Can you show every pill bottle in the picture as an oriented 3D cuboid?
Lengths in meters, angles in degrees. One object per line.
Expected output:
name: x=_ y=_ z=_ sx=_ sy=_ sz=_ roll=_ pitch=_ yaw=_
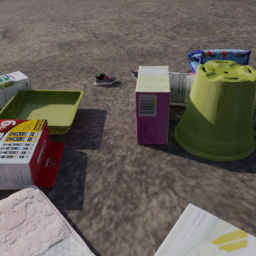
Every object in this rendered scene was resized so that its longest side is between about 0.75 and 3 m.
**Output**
pill bottle: x=1.525 y=-1.512 z=10.776 sx=2.230 sy=1.270 sz=1.270 roll=5 pitch=33 yaw=8

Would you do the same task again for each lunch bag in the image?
lunch bag: x=4.260 y=-3.218 z=13.732 sx=2.219 sy=1.387 sz=2.948 roll=-1 pitch=20 yaw=-1

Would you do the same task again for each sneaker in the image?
sneaker: x=-1.022 y=-2.245 z=12.667 sx=1.090 sy=0.477 sz=0.402 roll=-13 pitch=35 yaw=-20

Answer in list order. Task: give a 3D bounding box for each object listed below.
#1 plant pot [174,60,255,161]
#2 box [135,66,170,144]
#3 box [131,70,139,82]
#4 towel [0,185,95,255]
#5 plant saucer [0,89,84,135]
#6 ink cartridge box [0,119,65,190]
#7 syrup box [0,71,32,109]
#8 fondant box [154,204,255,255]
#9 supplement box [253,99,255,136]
plant pot: x=2.802 y=-0.687 z=8.527 sx=2.552 sy=2.346 sz=2.552 roll=0 pitch=34 yaw=0
box: x=0.812 y=-0.804 z=9.136 sx=1.006 sy=1.831 sz=2.082 roll=1 pitch=33 yaw=6
box: x=1.009 y=-2.373 z=13.010 sx=1.400 sy=0.348 sz=1.389 roll=-10 pitch=35 yaw=-15
towel: x=-2.452 y=2.523 z=5.278 sx=2.939 sy=0.474 sz=2.807 roll=-27 pitch=41 yaw=-36
plant saucer: x=-2.987 y=-0.529 z=9.873 sx=2.571 sy=0.616 sz=2.568 roll=2 pitch=33 yaw=2
ink cartridge box: x=-2.858 y=0.651 z=7.776 sx=1.880 sy=0.898 sz=2.142 roll=-1 pitch=32 yaw=-3
syrup box: x=-5.065 y=-1.359 z=10.829 sx=2.427 sy=0.988 sz=0.955 roll=-26 pitch=41 yaw=-32
fondant box: x=1.706 y=2.710 z=4.373 sx=2.759 sy=0.804 sz=1.990 roll=24 pitch=51 yaw=31
supplement box: x=4.986 y=-0.717 z=9.435 sx=2.074 sy=1.392 sz=2.072 roll=-9 pitch=34 yaw=-13
